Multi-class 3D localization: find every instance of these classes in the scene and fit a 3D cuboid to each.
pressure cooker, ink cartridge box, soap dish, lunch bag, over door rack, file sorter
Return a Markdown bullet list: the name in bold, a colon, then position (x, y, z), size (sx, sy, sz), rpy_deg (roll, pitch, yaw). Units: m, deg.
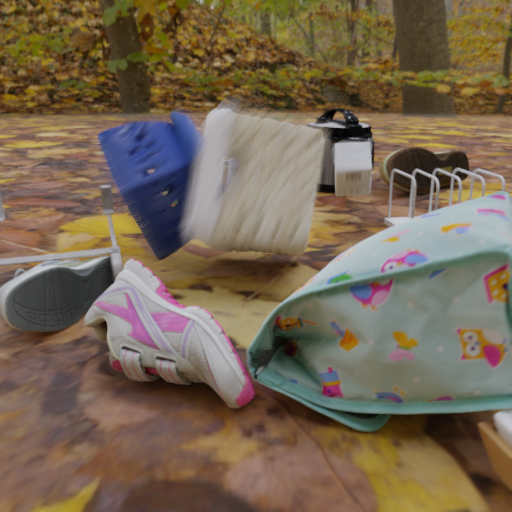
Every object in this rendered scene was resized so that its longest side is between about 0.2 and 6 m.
- **pressure cooker**: position (2.135, -2.794, 14.679), size (1.828, 2.078, 1.856), rpy_deg (9, 19, 26)
- **ink cartridge box**: position (-1.686, -1.553, 13.707), size (1.016, 0.335, 1.396), rpy_deg (9, 21, 26)
- **soap dish**: position (2.262, 1.513, 3.703), size (1.006, 0.519, 1.279), rpy_deg (-4, 18, -11)
- **lunch bag**: position (1.273, 0.502, 5.190), size (2.406, 1.467, 2.050), rpy_deg (-17, 9, 27)
- **over door rack**: position (-2.931, -0.148, 8.140), size (1.903, 0.858, 2.575), rpy_deg (-6, 31, -15)
- **file sorter**: position (3.584, -1.027, 10.673), size (1.847, 1.150, 1.281), rpy_deg (-2, 18, -7)

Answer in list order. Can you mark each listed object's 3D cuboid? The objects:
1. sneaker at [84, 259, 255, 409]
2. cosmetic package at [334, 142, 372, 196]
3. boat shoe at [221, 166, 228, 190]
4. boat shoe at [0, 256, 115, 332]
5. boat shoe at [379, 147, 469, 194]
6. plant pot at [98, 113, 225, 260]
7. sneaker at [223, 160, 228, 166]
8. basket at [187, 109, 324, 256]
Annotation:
- **sneaker**: position (-0.870, 0.889, 5.355), size (2.053, 0.835, 0.906), rpy_deg (30, 65, 37)
- **cosmetic package**: position (1.901, -1.714, 11.039), size (0.694, 0.690, 0.830), rpy_deg (-1, 50, 8)
- **boat shoe**: position (-0.327, -1.798, 13.690), size (2.476, 0.891, 0.802), rpy_deg (-12, 9, -25)
- **boat shoe**: position (-2.432, 0.412, 6.892), size (0.662, 0.761, 2.065), rpy_deg (0, 13, 19)
- **boat shoe**: position (4.214, -2.187, 14.770), size (3.259, 1.168, 1.241), rpy_deg (-4, 3, -37)
- **plant pot**: position (-1.342, -1.164, 8.616), size (1.425, 1.585, 1.585), rpy_deg (-25, 50, -6)
- **sneaker**: position (-1.365, -2.024, 14.409), size (1.991, 0.781, 0.790), rpy_deg (-5, 7, 23)
- **basket**: position (0.088, -0.868, 8.028), size (1.520, 1.670, 2.464), rpy_deg (9, -4, 5)
